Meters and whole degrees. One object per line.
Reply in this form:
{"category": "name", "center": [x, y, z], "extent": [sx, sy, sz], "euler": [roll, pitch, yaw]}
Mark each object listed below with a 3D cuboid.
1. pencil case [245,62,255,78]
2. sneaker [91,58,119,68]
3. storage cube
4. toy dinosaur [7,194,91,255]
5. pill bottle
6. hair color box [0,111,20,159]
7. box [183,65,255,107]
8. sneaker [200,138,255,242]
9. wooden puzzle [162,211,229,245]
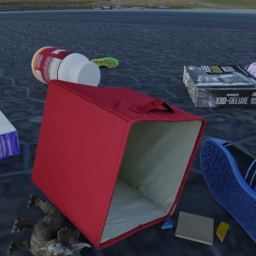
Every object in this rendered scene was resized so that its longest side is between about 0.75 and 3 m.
{"category": "pencil case", "center": [4.925, -1.548, 9.494], "extent": [1.064, 1.084, 2.536], "euler": [25, 26, -15]}
{"category": "sneaker", "center": [-1.095, -3.145, 13.258], "extent": [1.322, 0.507, 0.554], "euler": [3, 31, 4]}
{"category": "storage cube", "center": [-0.197, 0.360, 4.482], "extent": [1.848, 2.056, 1.757], "euler": [28, 20, 39]}
{"category": "toy dinosaur", "center": [-1.103, 1.487, 4.198], "extent": [1.035, 0.779, 2.024], "euler": [16, 9, -6]}
{"category": "pill bottle", "center": [-2.238, -2.083, 10.205], "extent": [2.504, 1.414, 1.414], "euler": [23, 35, 35]}
{"category": "hair color box", "center": [-3.688, 0.353, 6.083], "extent": [2.210, 0.716, 1.208], "euler": [-17, 35, -35]}
{"category": "box", "center": [3.250, -1.553, 9.930], "extent": [2.180, 0.688, 2.764], "euler": [1, 28, 3]}
{"category": "sneaker", "center": [2.216, 1.068, 4.715], "extent": [1.044, 0.940, 2.680], "euler": [1, 31, -18]}
{"category": "wooden puzzle", "center": [1.080, 1.602, 4.473], "extent": [0.973, 0.114, 0.656], "euler": [13, 25, 20]}
